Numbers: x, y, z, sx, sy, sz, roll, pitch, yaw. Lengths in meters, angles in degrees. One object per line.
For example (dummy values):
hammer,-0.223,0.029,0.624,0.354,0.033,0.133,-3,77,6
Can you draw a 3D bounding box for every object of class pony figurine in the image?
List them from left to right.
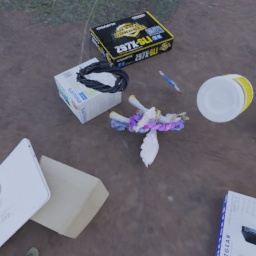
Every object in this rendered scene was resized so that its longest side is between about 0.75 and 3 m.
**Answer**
pony figurine,0.565,-0.144,9.063,2.250,1.874,2.172,19,45,32

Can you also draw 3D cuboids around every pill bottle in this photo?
pill bottle,3.015,-0.969,8.405,1.262,1.262,2.267,33,28,22

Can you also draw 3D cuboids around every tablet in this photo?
tablet,-3.243,1.873,7.239,2.960,0.202,1.926,-44,57,15

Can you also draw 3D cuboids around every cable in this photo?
cable,-0.678,-1.278,7.312,1.430,0.363,1.167,-21,59,-37

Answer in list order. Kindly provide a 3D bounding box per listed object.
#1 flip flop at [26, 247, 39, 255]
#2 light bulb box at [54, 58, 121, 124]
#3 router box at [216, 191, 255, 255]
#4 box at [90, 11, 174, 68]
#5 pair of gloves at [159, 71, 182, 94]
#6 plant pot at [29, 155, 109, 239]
flip flop,-2.612,3.440,7.104,0.349,0.248,0.860,30,59,21
light bulb box,-1.421,-1.381,10.157,1.741,1.086,1.725,-30,60,-20
router box,3.384,2.951,7.289,1.922,0.523,2.141,15,55,11
box,0.151,-3.912,12.291,2.931,0.723,2.340,-23,58,-16
pair of gloves,1.593,-1.666,10.290,0.129,1.135,0.913,-45,42,16
plant pot,-1.674,1.948,7.446,1.706,1.704,1.510,19,68,14
